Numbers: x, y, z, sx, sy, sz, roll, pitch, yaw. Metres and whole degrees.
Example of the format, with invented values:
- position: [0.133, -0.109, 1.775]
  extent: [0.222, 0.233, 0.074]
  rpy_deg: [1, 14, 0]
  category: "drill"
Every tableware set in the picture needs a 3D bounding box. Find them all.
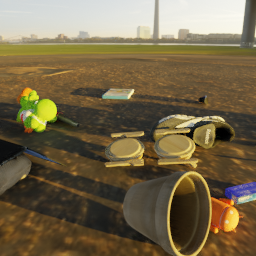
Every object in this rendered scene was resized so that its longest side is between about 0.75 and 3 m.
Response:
- position: [0.618, 0.694, 7.925]
  extent: [2.498, 0.501, 1.651]
  rpy_deg: [-4, 30, 6]
  category: "tableware set"

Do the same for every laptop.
- position: [-3.067, 0.909, 6.888]
  extent: [1.934, 1.127, 2.183]
  rpy_deg: [8, 34, 38]
  category: "laptop"

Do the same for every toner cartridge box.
- position: [2.619, 1.427, 6.192]
  extent: [0.842, 0.182, 0.400]
  rpy_deg: [-7, 21, -19]
  category: "toner cartridge box"

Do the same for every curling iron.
- position: [-2.779, -0.538, 11.668]
  extent: [0.699, 0.360, 2.819]
  rpy_deg: [-13, 23, -35]
  category: "curling iron"

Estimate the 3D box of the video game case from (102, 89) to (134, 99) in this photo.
- position: [-0.535, -1.993, 16.217]
  extent: [1.468, 0.183, 2.051]
  rpy_deg: [3, 19, 9]
  category: "video game case"

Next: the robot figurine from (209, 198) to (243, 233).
- position: [1.697, 1.601, 5.237]
  extent: [0.587, 0.476, 0.816]
  rpy_deg: [-14, 23, -41]
  category: "robot figurine"

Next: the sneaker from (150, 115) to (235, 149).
- position: [2.112, 0.133, 8.824]
  extent: [2.804, 0.932, 1.269]
  rpy_deg: [-3, 16, -14]
  category: "sneaker"

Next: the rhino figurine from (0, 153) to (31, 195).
- position: [-3.050, 1.179, 6.126]
  extent: [1.047, 0.716, 2.395]
  rpy_deg: [1, 21, 16]
  category: "rhino figurine"

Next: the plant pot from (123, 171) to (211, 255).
- position: [0.594, 1.412, 4.839]
  extent: [1.181, 1.361, 1.361]
  rpy_deg: [-6, 11, 41]
  category: "plant pot"

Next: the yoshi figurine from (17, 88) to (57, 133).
- position: [-3.392, -0.742, 10.716]
  extent: [1.474, 1.469, 2.623]
  rpy_deg: [1, 24, -28]
  category: "yoshi figurine"

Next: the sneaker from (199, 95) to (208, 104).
- position: [3.838, -1.392, 14.335]
  extent: [0.441, 0.381, 1.006]
  rpy_deg: [-9, 11, 20]
  category: "sneaker"
